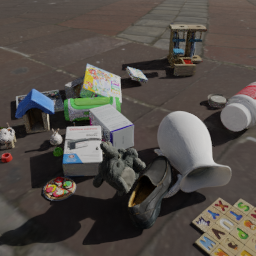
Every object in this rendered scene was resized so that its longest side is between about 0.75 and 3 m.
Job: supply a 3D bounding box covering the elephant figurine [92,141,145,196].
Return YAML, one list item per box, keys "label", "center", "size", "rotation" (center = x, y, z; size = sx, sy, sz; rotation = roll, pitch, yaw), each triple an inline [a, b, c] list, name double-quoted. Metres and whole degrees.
- label: "elephant figurine"
  center: [-0.336, 1.010, 6.554]
  size: [1.220, 1.113, 1.572]
  rotation: [58, 19, 9]

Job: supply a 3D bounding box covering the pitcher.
- label: "pitcher"
  center: [1.434, 0.732, 7.985]
  size: [2.088, 1.475, 2.433]
  rotation: [-20, 42, 4]

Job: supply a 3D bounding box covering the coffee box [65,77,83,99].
- label: "coffee box"
  center: [-2.197, -1.713, 12.139]
  size: [0.439, 0.630, 1.103]
  rotation: [18, 36, 25]

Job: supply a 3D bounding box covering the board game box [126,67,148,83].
- label: "board game box"
  center: [0.408, -2.529, 13.309]
  size: [0.753, 0.192, 1.120]
  rotation: [11, 30, -25]

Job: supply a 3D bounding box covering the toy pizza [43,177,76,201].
- label: "toy pizza"
  center: [-1.858, 1.611, 7.601]
  size: [0.872, 0.138, 0.872]
  rotation: [0, 34, 0]

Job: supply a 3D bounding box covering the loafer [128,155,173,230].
- label: "loafer"
  center: [0.583, 1.402, 6.940]
  size: [0.763, 0.758, 2.097]
  rotation: [-5, 39, 29]

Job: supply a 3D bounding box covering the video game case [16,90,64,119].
- label: "video game case"
  center: [-3.617, -1.007, 11.475]
  size: [1.798, 0.210, 1.635]
  rotation: [-12, 36, -16]

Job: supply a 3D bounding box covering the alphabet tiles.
- label: "alphabet tiles"
  center: [2.718, 2.526, 6.287]
  size: [1.936, 0.074, 2.327]
  rotation: [-25, 41, -33]

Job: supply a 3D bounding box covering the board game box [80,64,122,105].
- label: "board game box"
  center: [-1.114, -1.784, 11.817]
  size: [1.627, 0.414, 2.420]
  rotation: [20, 31, -17]

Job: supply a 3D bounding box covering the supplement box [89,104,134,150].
- label: "supplement box"
  center: [-0.579, -0.019, 9.401]
  size: [0.872, 0.854, 1.687]
  rotation: [-19, 38, -26]

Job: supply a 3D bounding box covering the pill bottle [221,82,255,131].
- label: "pill bottle"
  center: [4.341, -0.760, 10.137]
  size: [1.269, 1.269, 2.261]
  rotation: [28, 43, 35]

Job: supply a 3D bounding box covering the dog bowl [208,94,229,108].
- label: "dog bowl"
  center: [3.725, -1.123, 11.598]
  size: [0.860, 0.252, 0.860]
  rotation: [0, 33, 0]

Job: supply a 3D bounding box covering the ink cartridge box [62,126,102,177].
- label: "ink cartridge box"
  center: [-1.329, 0.657, 8.379]
  size: [1.089, 0.634, 1.506]
  rotation: [-2, 43, -5]

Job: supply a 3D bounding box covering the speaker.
- label: "speaker"
  center: [-1.321, -0.728, 10.463]
  size: [2.023, 0.895, 0.895]
  rotation: [-4, 34, -6]

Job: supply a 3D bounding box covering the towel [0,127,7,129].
- label: "towel"
  center: [-4.577, -0.064, 9.601]
  size: [0.992, 0.090, 0.427]
  rotation: [14, -4, -25]

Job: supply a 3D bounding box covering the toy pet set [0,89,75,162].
- label: "toy pet set"
  center: [-2.889, -0.226, 9.278]
  size: [2.505, 1.330, 2.339]
  rotation: [-7, 34, -11]

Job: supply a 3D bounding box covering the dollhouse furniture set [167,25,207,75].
- label: "dollhouse furniture set"
  center: [3.204, -4.124, 14.618]
  size: [1.871, 1.882, 2.670]
  rotation: [-1, 33, -1]
